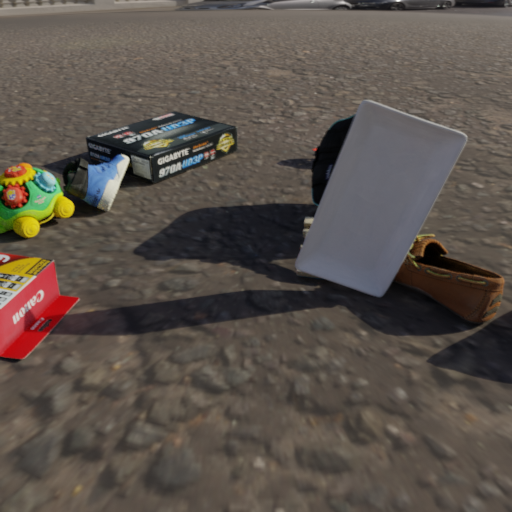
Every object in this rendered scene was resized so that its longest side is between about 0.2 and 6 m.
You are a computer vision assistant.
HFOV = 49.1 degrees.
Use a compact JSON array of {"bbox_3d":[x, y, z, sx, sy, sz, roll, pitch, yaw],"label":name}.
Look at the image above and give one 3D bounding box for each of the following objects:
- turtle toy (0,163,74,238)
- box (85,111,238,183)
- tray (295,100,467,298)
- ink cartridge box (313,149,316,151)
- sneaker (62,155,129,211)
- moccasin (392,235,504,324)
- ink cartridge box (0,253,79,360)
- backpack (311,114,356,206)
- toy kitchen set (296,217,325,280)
[{"bbox_3d":[-4.890,-1.130,11.215,1.625,1.127,2.230,22,43,33],"label":"turtle toy"},{"bbox_3d":[-2.415,-2.961,14.834,2.516,0.728,3.165,22,36,34],"label":"box"},{"bbox_3d":[1.789,-0.788,8.558,1.583,2.949,0.327,18,31,-3],"label":"tray"},{"bbox_3d":[2.288,-3.050,15.510,0.991,0.249,1.141,27,40,36],"label":"ink cartridge box"},{"bbox_3d":[-3.627,-1.869,12.547,1.214,0.838,2.182,23,32,-16],"label":"sneaker"},{"bbox_3d":[2.748,0.086,9.159,0.975,1.029,2.665,-10,30,-32],"label":"moccasin"},{"bbox_3d":[-3.767,0.708,8.476,1.495,0.714,1.703,7,30,10],"label":"ink cartridge box"},{"bbox_3d":[2.078,-1.712,11.163,1.790,2.053,2.336,9,6,-21],"label":"backpack"},{"bbox_3d":[1.176,-0.031,10.154,0.682,0.928,1.158,7,67,12],"label":"toy kitchen set"}]
